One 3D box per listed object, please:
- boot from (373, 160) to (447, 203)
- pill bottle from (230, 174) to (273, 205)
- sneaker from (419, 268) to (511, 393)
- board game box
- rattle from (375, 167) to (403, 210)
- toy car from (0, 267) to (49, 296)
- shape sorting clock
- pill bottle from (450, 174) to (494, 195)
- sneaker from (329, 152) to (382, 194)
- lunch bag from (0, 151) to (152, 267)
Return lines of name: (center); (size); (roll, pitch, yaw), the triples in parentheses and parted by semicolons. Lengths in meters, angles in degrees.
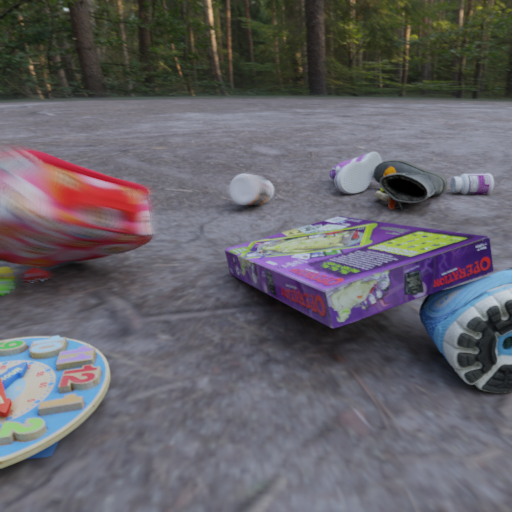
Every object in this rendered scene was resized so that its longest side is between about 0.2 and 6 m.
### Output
boot: (3.329, -1.712, 13.051); (2.012, 0.803, 2.213); (15, 23, 31)
pill bottle: (-0.069, -1.467, 12.476); (0.670, 0.670, 1.152); (9, 7, 23)
sneaker: (3.419, 0.485, 6.419); (3.337, 1.308, 1.501); (-5, 17, -14)
board game box: (1.066, 0.036, 7.436); (2.096, 0.564, 3.493); (-12, 12, -17)
rattle: (3.153, -1.531, 12.792); (0.721, 0.791, 1.107); (28, 16, 6)
toy car: (-3.640, 0.357, 8.325); (0.875, 0.195, 0.824); (1, 20, 5)
shape sorting clock: (-2.527, 1.307, 5.325); (2.223, 0.436, 2.223); (0, 19, 0)
pill bottle: (5.284, -1.756, 13.751); (0.916, 0.514, 0.514); (-1, 20, -1)
sneaker: (2.306, -2.015, 14.437); (1.210, 0.769, 2.122); (-9, 15, 39)
lunch bag: (-2.795, -0.585, 7.815); (2.355, 1.095, 2.673); (-11, -12, 28)
